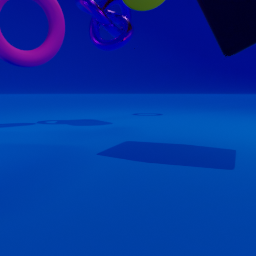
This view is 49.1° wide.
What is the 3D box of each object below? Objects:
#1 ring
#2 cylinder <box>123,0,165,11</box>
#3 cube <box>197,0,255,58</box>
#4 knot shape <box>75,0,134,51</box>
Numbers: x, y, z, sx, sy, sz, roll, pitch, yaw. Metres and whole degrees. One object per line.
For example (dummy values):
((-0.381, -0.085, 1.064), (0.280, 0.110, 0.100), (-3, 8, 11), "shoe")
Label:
((-2.369, -2.383, 6.455), (1.948, 1.948, 0.390), (-6, 20, -39), "ring")
((0.337, -3.721, 6.762), (1.209, 1.209, 1.209), (-8, -25, -4), "cylinder")
((1.570, -1.733, 3.333), (1.247, 1.247, 1.247), (-25, 4, 33), "cube")
((-0.443, -2.873, 7.353), (1.642, 1.755, 0.811), (-37, -2, -43), "knot shape")
